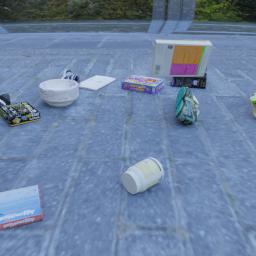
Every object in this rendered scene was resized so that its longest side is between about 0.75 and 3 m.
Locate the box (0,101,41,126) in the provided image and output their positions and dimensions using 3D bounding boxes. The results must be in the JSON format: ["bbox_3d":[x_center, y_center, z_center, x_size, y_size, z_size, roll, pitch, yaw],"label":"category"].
[{"bbox_3d":[-4.406,-0.610,11.338,1.195,0.369,1.497,-16,31,-36],"label":"box"}]

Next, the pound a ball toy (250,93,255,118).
[{"bbox_3d":[6.131,-1.079,11.838,2.638,1.120,1.720,-20,6,-33],"label":"pound a ball toy"}]

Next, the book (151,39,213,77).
[{"bbox_3d":[2.062,-2.704,11.045,2.153,1.438,0.517,0,38,-7],"label":"book"}]

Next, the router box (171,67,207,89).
[{"bbox_3d":[3.441,-2.897,15.659,1.846,0.613,2.347,7,27,13],"label":"router box"}]

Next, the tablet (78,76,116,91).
[{"bbox_3d":[-1.787,-2.517,15.436,1.420,0.149,2.182,13,30,25],"label":"tablet"}]

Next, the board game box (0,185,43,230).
[{"bbox_3d":[-3.161,1.941,6.440,2.234,0.217,1.150,-9,27,-17],"label":"board game box"}]

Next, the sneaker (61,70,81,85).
[{"bbox_3d":[-3.004,-2.708,15.074,0.997,0.644,1.837,-11,32,9],"label":"sneaker"}]

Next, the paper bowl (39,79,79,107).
[{"bbox_3d":[-3.094,-1.569,12.689,1.726,0.898,1.726,0,27,0],"label":"paper bowl"}]

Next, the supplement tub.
[{"bbox_3d":[0.387,1.242,7.308,0.956,0.693,0.693,-22,34,-36],"label":"supplement tub"}]

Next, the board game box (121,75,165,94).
[{"bbox_3d":[0.798,-2.293,14.668,1.920,0.430,1.291,13,29,24],"label":"board game box"}]

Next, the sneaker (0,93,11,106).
[{"bbox_3d":[-5.717,-1.305,12.275,1.597,0.583,0.893,35,53,26],"label":"sneaker"}]

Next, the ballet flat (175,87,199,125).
[{"bbox_3d":[2.462,-0.880,11.537,1.049,1.049,2.826,6,29,11],"label":"ballet flat"}]
